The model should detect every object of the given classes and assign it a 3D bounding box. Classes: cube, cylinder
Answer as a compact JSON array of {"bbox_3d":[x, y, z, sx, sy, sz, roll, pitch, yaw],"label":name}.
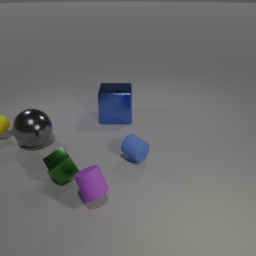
[{"bbox_3d":[-2.011,1.130,8.428,0.700,0.700,0.700,-36,40,-14],"label":"cube"},{"bbox_3d":[0.239,0.652,9.303,0.700,0.700,0.700,32,41,33],"label":"cylinder"},{"bbox_3d":[-0.943,1.413,7.262,0.700,0.700,0.700,-22,7,3],"label":"cylinder"},{"bbox_3d":[-0.534,-1.091,12.227,1.400,1.400,1.400,0,28,0],"label":"cube"}]

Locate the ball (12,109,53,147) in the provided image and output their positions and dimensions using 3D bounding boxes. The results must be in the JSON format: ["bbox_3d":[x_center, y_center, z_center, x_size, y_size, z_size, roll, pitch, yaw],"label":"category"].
[{"bbox_3d":[-3.453,-0.002,10.162,1.400,1.400,1.400,0,28,0],"label":"ball"}]

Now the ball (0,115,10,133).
[{"bbox_3d":[-4.842,-0.148,10.591,0.700,0.700,0.700,0,28,0],"label":"ball"}]
